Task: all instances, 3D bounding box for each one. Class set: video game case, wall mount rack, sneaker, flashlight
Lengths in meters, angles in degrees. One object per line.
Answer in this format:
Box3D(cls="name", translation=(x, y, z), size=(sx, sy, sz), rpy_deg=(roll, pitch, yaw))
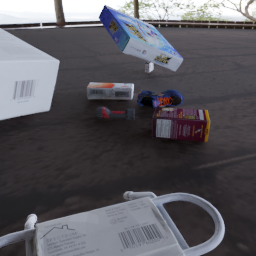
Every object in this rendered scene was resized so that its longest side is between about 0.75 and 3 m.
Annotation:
Box3D(cls="video game case", translation=(0.406, -3.094, 9.559), size=(2.271, 0.569, 2.505), rpy_deg=(8, 38, -35))
Box3D(cls="wall mount rack", translation=(-0.390, 1.508, 3.724), size=(2.975, 1.109, 2.584), rpy_deg=(-8, 29, -18))
Box3D(cls="sneaker", translation=(1.093, -0.936, 9.814), size=(1.709, 0.644, 0.670), rpy_deg=(0, 29, 22))
Box3D(cls="flashlight", translation=(-0.384, -0.480, 8.909), size=(1.197, 0.405, 0.407), rpy_deg=(-1, 26, 1))

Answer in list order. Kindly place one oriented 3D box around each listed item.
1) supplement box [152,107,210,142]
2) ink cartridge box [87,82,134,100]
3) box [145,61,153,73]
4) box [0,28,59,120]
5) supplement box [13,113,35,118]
Box3D(cls="supplement box", translation=(1.450, -0.118, 7.774), size=(1.500, 0.642, 0.827), rpy_deg=(4, 24, 9))
Box3D(cls="ink cartridge box", translation=(-0.642, -1.743, 11.606), size=(1.775, 0.549, 2.188), rpy_deg=(1, 27, 2))
Box3D(cls="box", translation=(1.159, -3.346, 15.265), size=(0.259, 0.503, 0.863), rpy_deg=(6, 26, 18))
Box3D(cls="box", translation=(-2.327, -1.031, 4.657), size=(1.964, 0.957, 1.222), rpy_deg=(32, 28, 24))
Box3D(cls="supplement box", translation=(-3.848, -0.873, 9.687), size=(0.864, 0.484, 1.588), rpy_deg=(-15, 29, -31))
